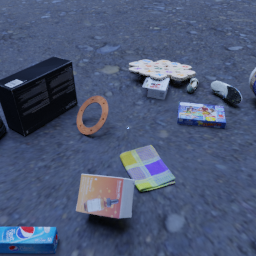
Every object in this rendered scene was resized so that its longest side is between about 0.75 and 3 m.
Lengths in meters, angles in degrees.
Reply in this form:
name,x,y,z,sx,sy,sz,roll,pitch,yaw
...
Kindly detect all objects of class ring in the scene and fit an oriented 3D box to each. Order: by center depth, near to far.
name,x,y,z,sx,sy,sz,roll,pitch,yaw
ring,-1.158,-0.415,9.200,1.363,0.131,1.363,-15,63,31

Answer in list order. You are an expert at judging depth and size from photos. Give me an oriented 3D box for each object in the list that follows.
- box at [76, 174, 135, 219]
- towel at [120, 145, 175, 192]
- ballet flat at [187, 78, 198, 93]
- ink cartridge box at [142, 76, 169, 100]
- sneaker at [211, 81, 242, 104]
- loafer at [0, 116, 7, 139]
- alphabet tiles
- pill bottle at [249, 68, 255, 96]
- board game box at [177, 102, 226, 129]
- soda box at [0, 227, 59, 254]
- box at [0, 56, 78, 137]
name,x,y,z,sx,sy,sz,roll,pitch,yaw
box,-0.494,1.518,6.293,1.122,0.597,0.855,0,76,27
towel,0.505,1.080,7.819,1.124,0.178,1.565,-12,38,-16
ballet flat,2.734,-1.818,11.526,0.385,0.364,1.144,36,44,-1
ink cartridge box,1.111,-1.636,11.235,0.934,0.446,1.064,11,38,12
sneaker,3.838,-1.366,10.789,0.556,0.551,1.533,20,19,-38
loafer,-4.713,0.393,7.996,1.069,1.061,2.936,8,38,9
alphabet tiles,1.486,-2.592,12.453,2.817,0.206,2.755,23,33,33
pill bottle,5.347,-1.062,9.483,1.544,1.544,2.782,-1,40,-2
board game box,2.554,-0.473,9.821,1.595,0.275,1.080,7,37,9
soda box,-2.118,2.359,5.895,1.222,0.414,0.392,0,37,0
box,-2.964,-1.140,9.484,0.979,1.752,2.483,20,41,29
